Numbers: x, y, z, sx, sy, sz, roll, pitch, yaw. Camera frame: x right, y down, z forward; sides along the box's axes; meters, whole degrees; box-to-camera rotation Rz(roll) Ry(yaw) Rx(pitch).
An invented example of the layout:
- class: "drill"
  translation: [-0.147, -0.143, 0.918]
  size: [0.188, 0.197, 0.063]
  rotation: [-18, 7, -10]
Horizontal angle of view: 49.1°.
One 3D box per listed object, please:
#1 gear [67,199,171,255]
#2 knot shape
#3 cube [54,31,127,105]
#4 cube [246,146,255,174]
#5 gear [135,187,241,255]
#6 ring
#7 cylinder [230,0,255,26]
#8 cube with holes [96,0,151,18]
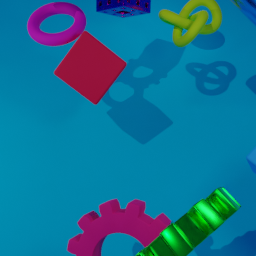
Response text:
- class: "gear"
  translation: [-0.048, 2.221, 4.653]
  size: [1.996, 0.369, 1.996]
  rotation: [-1, 87, 20]
- class: "knot shape"
  translation: [1.822, -3.004, 7.729]
  size: [1.621, 0.800, 1.732]
  rotation: [-24, 45, -6]
- class: "cube"
  translation: [-0.872, -1.409, 6.810]
  size: [1.194, 1.194, 1.194]
  rotation: [37, 94, -8]
- class: "cube"
  translation: [2.985, 0.608, 5.045]
  size: [1.079, 1.079, 1.079]
  rotation: [-49, 54, 3]
- class: "gear"
  translation: [0.606, 1.325, 3.264]
  size: [1.589, 1.589, 0.294]
  rotation: [-32, 64, -18]
- class: "ring"
  translation: [-1.740, -2.570, 6.867]
  size: [1.445, 0.289, 1.445]
  rotation: [-1, 60, 2]
- class: "cylinder"
  translation: [2.993, -3.040, 6.139]
  size: [1.225, 1.225, 1.225]
  rotation: [-31, 75, -17]
- class: "cube with holes"
  translation: [-0.123, -3.902, 8.027]
  size: [1.123, 1.123, 1.123]
  rotation: [11, 15, 42]
